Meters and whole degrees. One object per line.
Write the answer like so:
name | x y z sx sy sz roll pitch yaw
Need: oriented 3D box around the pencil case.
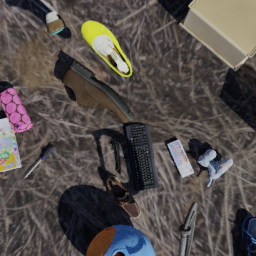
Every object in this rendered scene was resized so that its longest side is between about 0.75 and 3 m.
pencil case | -4.028 -0.606 9.921 0.716 0.694 1.528 -27 82 -3

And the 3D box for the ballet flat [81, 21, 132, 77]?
ballet flat | -0.433 -1.895 6.948 0.599 1.793 0.601 -37 46 11

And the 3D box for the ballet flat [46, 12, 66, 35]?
ballet flat | -1.950 -2.839 7.484 0.473 1.395 0.505 -18 115 6

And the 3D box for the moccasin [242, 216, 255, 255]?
moccasin | 4.369 4.043 9.411 0.816 0.691 2.027 -4 84 0

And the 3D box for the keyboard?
keyboard | 0.206 1.071 9.964 1.481 0.240 2.330 -10 83 -1

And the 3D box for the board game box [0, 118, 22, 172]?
board game box | -5.299 0.831 9.860 2.662 0.456 1.790 -14 84 -1

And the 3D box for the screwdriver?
screwdriver | -3.140 1.225 9.939 0.216 0.207 1.486 32 81 33

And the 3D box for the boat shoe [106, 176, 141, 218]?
boat shoe | -0.176 2.400 9.622 0.617 0.616 1.712 -34 85 -3

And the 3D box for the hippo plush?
hippo plush | 2.980 1.218 9.767 0.930 0.921 1.156 47 129 21

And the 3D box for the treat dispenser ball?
treat dispenser ball | -0.236 4.142 8.668 2.179 2.179 2.179 0 84 0

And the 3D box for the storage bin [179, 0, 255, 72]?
storage bin | 3.860 -4.080 9.977 2.766 1.296 2.746 42 85 4

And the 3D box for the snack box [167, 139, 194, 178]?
snack box | 1.871 1.084 9.991 0.465 0.157 1.292 -23 85 -2

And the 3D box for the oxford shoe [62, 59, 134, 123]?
oxford shoe | -1.085 -1.037 9.874 2.960 1.076 1.249 39 98 9

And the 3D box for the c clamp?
c clamp | 1.468 3.070 7.198 0.294 1.856 2.172 12 105 26
